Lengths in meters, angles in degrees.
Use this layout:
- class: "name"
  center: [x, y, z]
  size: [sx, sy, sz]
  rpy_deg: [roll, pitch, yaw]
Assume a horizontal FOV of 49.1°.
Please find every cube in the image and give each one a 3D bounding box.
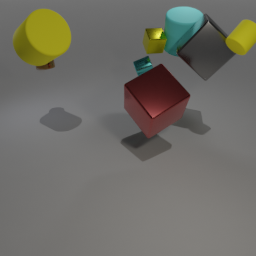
- class: "cube"
  center: [1.031, -3.413, 10.981]
  size: [0.700, 0.700, 0.700]
  rpy_deg: [-6, 57, -13]
- class: "cube"
  center: [2.617, -2.735, 9.444]
  size: [1.400, 1.400, 1.400]
  rpy_deg: [39, 30, -12]
- class: "cube"
  center: [0.822, -0.799, 8.584]
  size: [1.400, 1.400, 1.400]
  rpy_deg: [-31, 69, -15]

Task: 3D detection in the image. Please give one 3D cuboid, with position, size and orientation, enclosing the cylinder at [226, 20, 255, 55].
- class: "cylinder"
  center: [3.264, -2.553, 7.920]
  size: [0.700, 0.700, 0.700]
  rpy_deg: [-49, 39, 2]

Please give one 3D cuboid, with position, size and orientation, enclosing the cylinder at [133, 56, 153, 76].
- class: "cylinder"
  center: [0.657, -2.591, 11.813]
  size: [0.700, 0.700, 0.700]
  rpy_deg: [-21, 28, 8]

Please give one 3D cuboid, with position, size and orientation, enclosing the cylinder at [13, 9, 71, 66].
- class: "cylinder"
  center: [-2.703, -2.780, 8.762]
  size: [1.400, 1.400, 1.400]
  rpy_deg: [-23, 11, -35]

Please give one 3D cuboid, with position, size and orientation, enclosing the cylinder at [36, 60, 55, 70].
- class: "cylinder"
  center: [-3.135, -2.576, 10.445]
  size: [0.700, 0.700, 0.700]
  rpy_deg: [-5, 23, 2]

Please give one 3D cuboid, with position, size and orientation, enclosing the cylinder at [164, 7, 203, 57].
- class: "cylinder"
  center: [2.119, -3.742, 10.911]
  size: [1.400, 1.400, 1.400]
  rpy_deg: [0, 48, 1]
